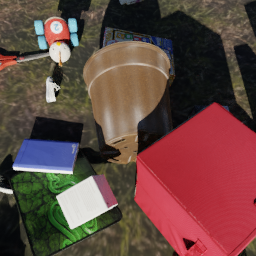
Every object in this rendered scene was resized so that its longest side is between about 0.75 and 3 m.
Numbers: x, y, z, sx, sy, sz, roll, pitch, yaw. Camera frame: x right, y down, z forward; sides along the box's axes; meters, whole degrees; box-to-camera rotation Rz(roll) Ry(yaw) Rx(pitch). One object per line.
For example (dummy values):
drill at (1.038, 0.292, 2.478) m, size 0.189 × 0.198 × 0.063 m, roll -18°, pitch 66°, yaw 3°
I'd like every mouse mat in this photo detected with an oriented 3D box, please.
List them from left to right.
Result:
mouse mat at (-1.677, 1.756, 7.190) m, size 2.192 × 0.103 × 2.724 m, roll -20°, pitch 45°, yaw -23°

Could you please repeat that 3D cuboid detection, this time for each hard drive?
hard drive at (-2.303, 0.789, 8.042) m, size 1.620 × 0.206 × 1.069 m, roll 4°, pitch 43°, yaw 0°

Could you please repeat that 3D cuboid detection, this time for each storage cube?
storage cube at (1.847, 1.449, 6.467) m, size 2.847 × 2.434 × 2.560 m, roll -32°, pitch 60°, yaw -20°

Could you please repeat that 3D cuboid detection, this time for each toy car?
toy car at (-2.561, -3.092, 10.404) m, size 1.490 × 1.430 × 1.617 m, roll -8°, pitch 63°, yaw -11°

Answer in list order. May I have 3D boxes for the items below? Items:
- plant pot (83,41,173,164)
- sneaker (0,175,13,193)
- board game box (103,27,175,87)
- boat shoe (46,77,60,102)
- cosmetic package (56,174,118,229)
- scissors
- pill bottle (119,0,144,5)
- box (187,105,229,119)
plant pot at (0.085, -0.531, 7.959) m, size 2.658 × 2.658 × 2.631 m, roll -4°, pitch 63°, yaw -3°
sneaker at (-3.423, 1.529, 7.717) m, size 0.850 × 0.301 × 0.422 m, roll 10°, pitch 60°, yaw 12°
board game box at (0.340, -2.544, 9.904) m, size 2.518 × 0.583 × 1.907 m, roll 9°, pitch 55°, yaw -9°
boat shoe at (-2.585, -1.370, 9.736) m, size 0.446 × 0.386 × 1.046 m, roll -6°, pitch 57°, yaw -4°
cosmetic package at (-0.864, 1.563, 6.066) m, size 0.924 × 0.769 × 0.773 m, roll -30°, pitch 77°, yaw 9°
scissors at (-4.239, -2.544, 10.729) m, size 2.890 × 0.201 × 1.057 m, roll 0°, pitch 52°, yaw -1°
pill bottle at (0.172, -6.092, 12.948) m, size 1.130 × 0.634 × 0.634 m, roll -21°, pitch 57°, yaw -14°
box at (2.484, -0.270, 8.608) m, size 1.105 × 0.730 × 0.634 m, roll -1°, pitch 64°, yaw -10°
